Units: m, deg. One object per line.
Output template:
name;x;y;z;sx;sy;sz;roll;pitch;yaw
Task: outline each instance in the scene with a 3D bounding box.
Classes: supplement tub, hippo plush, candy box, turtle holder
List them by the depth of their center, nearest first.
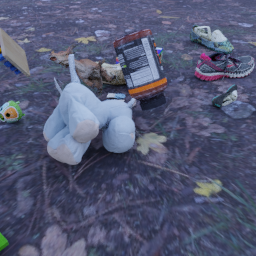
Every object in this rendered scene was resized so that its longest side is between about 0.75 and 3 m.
hippo plush;-1.059;-0.134;8.478;2.317;2.295;2.881;12;48;-37
supplement tub;0.489;-1.824;9.102;1.311;2.451;1.311;-18;12;4
turtle holder;-4.153;-0.559;9.730;0.972;0.739;0.690;24;43;27
candy box;0.564;-3.260;13.380;1.717;0.782;2.031;13;39;16

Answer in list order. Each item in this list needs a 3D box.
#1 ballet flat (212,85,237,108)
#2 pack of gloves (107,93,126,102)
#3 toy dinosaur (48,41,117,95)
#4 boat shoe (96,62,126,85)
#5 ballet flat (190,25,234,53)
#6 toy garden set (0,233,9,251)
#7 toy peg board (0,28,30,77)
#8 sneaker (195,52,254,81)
ballet flat;3.874;-1.168;10.839;1.484;0.504;0.507;-33;56;-23
pack of gloves;-0.486;-1.112;11.050;0.768;0.152;0.645;4;45;13
toy dinosaur;-1.454;-2.106;9.767;1.678;2.476;1.063;37;92;19
boat shoe;-0.573;-2.218;11.881;2.696;0.972;0.876;12;44;23
ballet flat;4.609;-5.075;15.669;1.111;1.111;2.994;-25;43;-30
toy garden set;-3.847;2.474;5.898;2.090;0.417;1.742;27;42;31
toy peg board;-3.609;-2.153;8.455;0.556;1.136;1.131;-26;62;8
sneaker;4.471;-2.878;12.604;2.928;1.093;1.180;-12;38;-17
